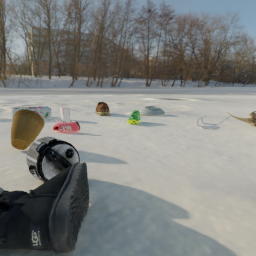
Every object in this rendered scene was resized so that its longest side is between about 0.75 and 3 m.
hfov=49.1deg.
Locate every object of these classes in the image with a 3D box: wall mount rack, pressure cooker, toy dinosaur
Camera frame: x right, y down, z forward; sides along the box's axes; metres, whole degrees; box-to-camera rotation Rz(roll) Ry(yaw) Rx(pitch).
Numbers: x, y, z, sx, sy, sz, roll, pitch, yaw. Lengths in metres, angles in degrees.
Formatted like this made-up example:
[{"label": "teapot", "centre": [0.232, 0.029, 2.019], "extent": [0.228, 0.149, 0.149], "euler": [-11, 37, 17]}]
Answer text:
[{"label": "wall mount rack", "centre": [3.297, -0.239, 10.772], "extent": [1.110, 0.476, 1.278], "euler": [5, 11, 28]}, {"label": "pressure cooker", "centre": [-1.241, 0.539, 4.722], "extent": [0.754, 0.766, 0.858], "euler": [-3, 8, -38]}, {"label": "toy dinosaur", "centre": [5.056, -0.266, 11.217], "extent": [2.228, 0.649, 1.127], "euler": [11, -4, 19]}]

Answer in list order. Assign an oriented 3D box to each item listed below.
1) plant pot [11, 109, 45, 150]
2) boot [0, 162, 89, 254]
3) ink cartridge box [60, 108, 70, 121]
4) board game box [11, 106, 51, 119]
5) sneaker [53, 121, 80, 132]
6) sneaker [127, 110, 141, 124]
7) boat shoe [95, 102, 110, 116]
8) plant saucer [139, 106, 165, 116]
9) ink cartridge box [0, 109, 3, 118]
[{"label": "plant pot", "centre": [-2.667, 0.106, 7.196], "extent": [0.814, 0.814, 0.874], "euler": [1, 45, 4]}, {"label": "boot", "centre": [-1.524, 0.870, 3.278], "extent": [1.990, 0.653, 1.640], "euler": [-4, 7, 1]}, {"label": "ink cartridge box", "centre": [-2.930, -0.644, 13.053], "extent": [0.337, 0.578, 0.799], "euler": [-3, 9, -21]}, {"label": "board game box", "centre": [-4.770, -0.737, 13.801], "extent": [1.744, 0.560, 1.286], "euler": [-4, 10, -25]}, {"label": "sneaker", "centre": [-2.151, 0.015, 9.749], "extent": [1.131, 0.417, 0.491], "euler": [2, 22, 34]}, {"label": "sneaker", "centre": [0.253, -0.482, 12.076], "extent": [0.495, 0.558, 1.336], "euler": [2, 10, 10]}, {"label": "boat shoe", "centre": [-1.410, -1.141, 15.850], "extent": [0.761, 0.714, 2.115], "euler": [-2, 9, -14]}, {"label": "plant saucer", "centre": [1.305, -0.971, 15.522], "extent": [1.525, 0.383, 1.525], "euler": [-1, 14, 0]}, {"label": "ink cartridge box", "centre": [-6.773, -0.666, 13.548], "extent": [1.139, 0.472, 0.836], "euler": [-1, 9, -5]}]
